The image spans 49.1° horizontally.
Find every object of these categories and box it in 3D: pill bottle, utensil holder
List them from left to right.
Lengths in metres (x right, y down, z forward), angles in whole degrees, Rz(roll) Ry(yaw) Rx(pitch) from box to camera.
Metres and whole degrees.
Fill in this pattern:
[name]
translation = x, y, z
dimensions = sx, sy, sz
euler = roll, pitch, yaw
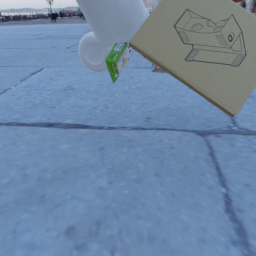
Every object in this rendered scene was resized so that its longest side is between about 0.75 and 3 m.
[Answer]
[utensil holder]
translation = -0.466, -3.039, 6.487
dimensions = 1.467, 1.726, 1.467
euler = -17, 45, 17
[pill bottle]
translation = -0.616, -2.785, 9.413
dimensions = 1.242, 1.242, 2.209
euler = 10, 32, 21

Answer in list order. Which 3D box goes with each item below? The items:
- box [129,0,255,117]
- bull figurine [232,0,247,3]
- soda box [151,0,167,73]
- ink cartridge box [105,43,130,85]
[box]
translation = 1.574, -1.703, 5.493
dimensions = 2.459, 2.010, 0.262
euler = 36, -10, 5
[bull figurine]
translation = 3.074, -4.209, 8.524
dimensions = 1.169, 0.627, 1.926
euler = 37, -8, -21
[soda box]
translation = 1.325, -3.165, 9.517
dimensions = 0.859, 2.512, 0.799
euler = 4, 2, -4
[ink cartridge box]
translation = -0.186, -1.452, 6.462
dimensions = 0.305, 0.805, 0.595
euler = 16, 62, 23
